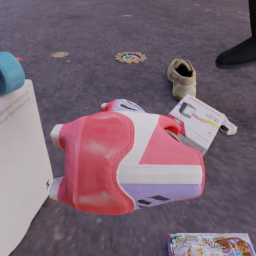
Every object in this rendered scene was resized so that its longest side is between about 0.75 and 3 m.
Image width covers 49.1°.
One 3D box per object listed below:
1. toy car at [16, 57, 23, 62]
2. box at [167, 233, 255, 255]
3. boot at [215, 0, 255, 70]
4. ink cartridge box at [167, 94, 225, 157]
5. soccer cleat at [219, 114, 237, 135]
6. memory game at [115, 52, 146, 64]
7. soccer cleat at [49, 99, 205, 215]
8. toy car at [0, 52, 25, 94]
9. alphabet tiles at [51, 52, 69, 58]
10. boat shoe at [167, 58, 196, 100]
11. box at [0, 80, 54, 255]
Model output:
[{"bbox_3d":[-5.094,-2.872,12.213,0.896,0.200,0.843,-8,35,-11],"label":"toy car"},{"bbox_3d":[1.402,2.219,4.594,1.407,0.275,0.963,0,34,1],"label":"box"},{"bbox_3d":[3.298,-2.923,7.416,2.054,2.492,0.818,-9,36,11],"label":"boot"},{"bbox_3d":[1.617,-0.017,7.233,1.257,0.729,1.703,33,44,12],"label":"ink cartridge box"},{"bbox_3d":[2.720,-0.145,8.073,0.379,0.339,0.977,-15,40,-17],"label":"soccer cleat"},{"bbox_3d":[0.106,-3.249,12.868,1.478,0.094,1.478,0,34,0],"label":"memory game"},{"bbox_3d":[0.096,0.174,3.043,1.074,0.936,2.808,5,6,6],"label":"soccer cleat"},{"bbox_3d":[-2.502,-1.122,3.376,1.634,1.847,1.702,21,40,30],"label":"toy car"},{"bbox_3d":[-3.237,-3.478,13.269,0.654,0.025,0.786,23,41,30],"label":"alphabet tiles"},{"bbox_3d":[2.031,-2.071,10.351,1.052,0.947,2.915,3,34,4],"label":"boat shoe"},{"bbox_3d":[-2.719,0.813,4.542,1.731,2.649,2.635,9,35,13],"label":"box"}]
